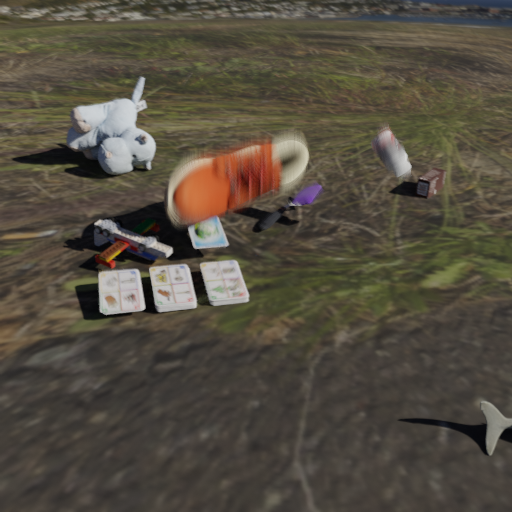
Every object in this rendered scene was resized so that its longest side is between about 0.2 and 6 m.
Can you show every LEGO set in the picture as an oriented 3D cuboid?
[{"bbox_3d":[-1.761,0.028,10.680,2.508,0.824,3.357,-5,39,-15],"label":"LEGO set"}]

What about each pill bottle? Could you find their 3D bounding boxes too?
[{"bbox_3d":[2.661,-1.985,10.997,0.460,0.460,0.831,-25,79,-37],"label":"pill bottle"}]

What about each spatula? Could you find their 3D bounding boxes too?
[{"bbox_3d":[0.716,-1.070,12.589,0.612,0.223,2.167,-5,23,44],"label":"spatula"}]

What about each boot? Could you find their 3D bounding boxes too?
[{"bbox_3d":[-0.340,-1.504,10.704,2.957,1.109,1.585,-32,19,-33],"label":"boot"}]

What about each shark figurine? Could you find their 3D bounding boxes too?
[{"bbox_3d":[3.710,2.080,6.590,1.938,0.809,1.158,23,35,32],"label":"shark figurine"}]

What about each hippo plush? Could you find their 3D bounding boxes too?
[{"bbox_3d":[-3.623,-3.051,15.232,2.551,2.032,2.051,-30,70,-22],"label":"hippo plush"}]

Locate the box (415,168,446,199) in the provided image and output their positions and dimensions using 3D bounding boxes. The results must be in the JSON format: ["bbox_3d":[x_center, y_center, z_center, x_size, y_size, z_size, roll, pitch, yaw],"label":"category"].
[{"bbox_3d":[4.304,-1.793,13.803,0.359,0.480,0.958,20,36,32],"label":"box"}]
